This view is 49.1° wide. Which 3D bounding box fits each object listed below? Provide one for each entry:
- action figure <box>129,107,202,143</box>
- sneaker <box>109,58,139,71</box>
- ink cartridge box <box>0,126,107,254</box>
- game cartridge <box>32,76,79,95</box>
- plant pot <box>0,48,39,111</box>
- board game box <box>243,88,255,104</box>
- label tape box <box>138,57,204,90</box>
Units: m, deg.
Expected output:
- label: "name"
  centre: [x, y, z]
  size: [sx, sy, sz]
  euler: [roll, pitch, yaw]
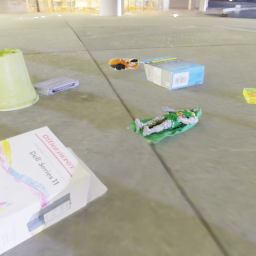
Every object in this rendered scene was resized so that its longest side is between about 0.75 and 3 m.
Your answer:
- label: "action figure"
  centre: [1.320, -0.235, 8.361]
  size: [2.253, 0.616, 1.331]
  euler: [-16, 36, -28]
- label: "sneaker"
  centre: [-0.306, -3.395, 14.825]
  size: [1.674, 0.634, 0.770]
  euler: [-6, 19, -28]
- label: "ink cartridge box"
  centre: [-1.842, 0.970, 5.108]
  size: [2.831, 0.953, 1.658]
  euler: [-23, 50, -38]
- label: "game cartridge"
  centre: [-3.071, -1.797, 11.854]
  size: [1.095, 0.324, 1.690]
  euler: [15, 30, 35]
- label: "plant pot"
  centre: [-4.440, -1.868, 10.201]
  size: [2.036, 1.872, 2.036]
  euler: [0, 27, 0]
- label: "board game box"
  centre: [4.802, -1.238, 10.744]
  size: [0.536, 0.251, 1.056]
  euler: [5, 27, 10]
- label: "label tape box"
  centre: [1.893, -2.591, 12.841]
  size: [1.837, 0.847, 2.563]
  euler: [-15, 28, -27]
